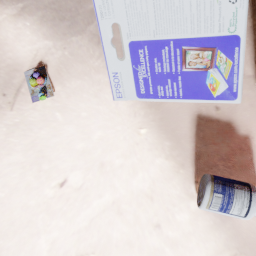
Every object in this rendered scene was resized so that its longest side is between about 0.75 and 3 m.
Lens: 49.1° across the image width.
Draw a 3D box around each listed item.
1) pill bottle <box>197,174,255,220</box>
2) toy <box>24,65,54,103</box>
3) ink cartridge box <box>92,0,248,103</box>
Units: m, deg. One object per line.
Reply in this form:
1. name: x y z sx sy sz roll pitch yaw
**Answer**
1. pill bottle: 2.465 1.636 6.518 1.548 0.860 0.860 13 70 4
2. toy: -2.552 -1.296 7.927 0.641 0.263 1.114 -20 71 -8
3. ink cartridge box: 0.807 -1.822 5.444 2.790 2.764 0.605 3 34 20
